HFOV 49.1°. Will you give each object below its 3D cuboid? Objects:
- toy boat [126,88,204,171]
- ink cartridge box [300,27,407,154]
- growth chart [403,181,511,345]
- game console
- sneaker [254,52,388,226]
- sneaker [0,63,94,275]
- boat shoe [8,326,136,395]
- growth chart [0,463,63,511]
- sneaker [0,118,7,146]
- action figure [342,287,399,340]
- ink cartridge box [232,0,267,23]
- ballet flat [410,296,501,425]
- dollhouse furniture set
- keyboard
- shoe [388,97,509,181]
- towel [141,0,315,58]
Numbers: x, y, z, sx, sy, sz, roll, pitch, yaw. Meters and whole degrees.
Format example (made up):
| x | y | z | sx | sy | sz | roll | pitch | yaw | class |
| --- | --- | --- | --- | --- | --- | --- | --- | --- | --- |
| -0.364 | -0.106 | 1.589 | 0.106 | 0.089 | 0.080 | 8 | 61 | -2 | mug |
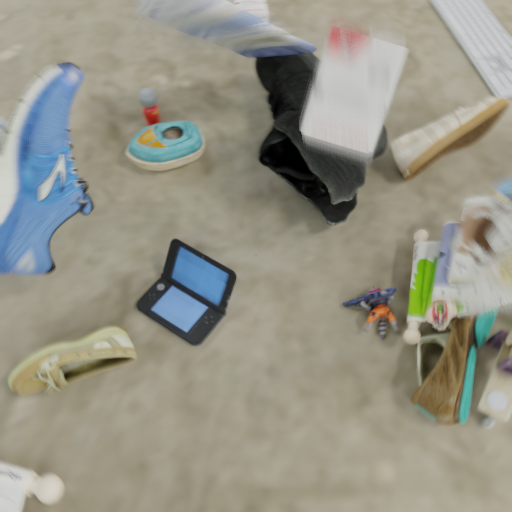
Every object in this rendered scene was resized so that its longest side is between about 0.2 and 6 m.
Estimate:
| x | y | z | sx | sy | sz | roll | pitch | yaw | class |
| --- | --- | --- | --- | --- | --- | --- | --- | --- | --- |
| -1.676 | -2.179 | 9.659 | 1.338 | 0.740 | 1.591 | -19 | 57 | -12 | toy boat |
| 1.275 | -2.193 | 7.510 | 1.020 | 1.389 | 0.576 | 18 | 17 | 2 | ink cartridge box |
| 3.268 | -0.219 | 7.166 | 0.277 | 3.122 | 2.259 | 39 | 43 | -27 | growth chart |
| -0.988 | 0.498 | 7.777 | 1.155 | 0.684 | 0.986 | 28 | 58 | 20 | game console |
| 0.701 | -2.221 | 9.437 | 1.972 | 1.136 | 3.781 | -31 | 63 | -26 | sneaker |
| -2.684 | -1.072 | 7.265 | 1.258 | 2.821 | 1.108 | 15 | 6 | -24 | sneaker |
| -2.349 | 1.426 | 7.199 | 1.569 | 0.572 | 0.494 | -19 | 51 | -22 | boat shoe |
| -3.654 | 4.031 | 5.444 | 3.229 | 0.396 | 4.461 | 8 | 55 | 4 | growth chart |
| -3.519 | -1.114 | 7.845 | 0.630 | 1.726 | 0.611 | -12 | 23 | 9 | sneaker |
| 1.636 | 0.772 | 7.859 | 0.785 | 0.411 | 0.760 | -14 | 43 | 24 | action figure |
| -0.146 | -5.351 | 12.144 | 0.680 | 0.396 | 0.940 | -5 | 54 | -3 | ink cartridge box |
| 2.601 | 1.119 | 7.402 | 0.834 | 0.782 | 2.306 | 10 | 56 | 33 | ballet flat |
| 3.588 | 1.733 | 6.722 | 1.675 | 1.328 | 1.189 | 24 | 73 | 13 | dollhouse furniture set |
| 4.736 | -4.525 | 11.684 | 1.024 | 0.194 | 3.637 | -9 | 55 | -6 | keyboard |
| 3.310 | -2.164 | 9.555 | 2.471 | 0.864 | 0.660 | -32 | 70 | -18 | shoe |
| -0.405 | -3.555 | 8.684 | 2.300 | 0.274 | 1.689 | 4 | 10 | -44 | towel |
